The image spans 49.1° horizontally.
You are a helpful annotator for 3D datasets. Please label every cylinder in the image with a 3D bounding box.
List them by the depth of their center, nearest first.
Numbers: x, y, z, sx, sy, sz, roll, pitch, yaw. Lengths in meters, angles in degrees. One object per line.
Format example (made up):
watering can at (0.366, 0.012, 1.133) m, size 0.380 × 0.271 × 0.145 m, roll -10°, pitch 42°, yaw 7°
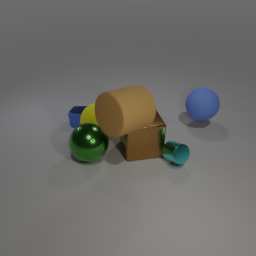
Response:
cylinder at (-0.085, -0.542, 8.749) m, size 1.400 × 1.400 × 1.400 m, roll -19°, pitch 35°, yaw -41°
cylinder at (1.663, 0.837, 9.715) m, size 0.700 × 0.700 × 0.700 m, roll -14°, pitch 14°, yaw -22°

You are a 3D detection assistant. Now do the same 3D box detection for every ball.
ball at (-1.384, 0.507, 9.921) m, size 1.400 × 1.400 × 1.400 m, roll 0°, pitch 31°, yaw 0°
ball at (-1.197, -0.292, 11.179) m, size 1.400 × 1.400 × 1.400 m, roll 0°, pitch 31°, yaw 0°
ball at (3.129, -1.002, 11.784) m, size 1.400 × 1.400 × 1.400 m, roll 0°, pitch 31°, yaw 0°

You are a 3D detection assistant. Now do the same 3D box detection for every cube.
cube at (0.503, 0.208, 10.399) m, size 1.400 × 1.400 × 1.400 m, roll -6°, pitch 32°, yaw -10°
cube at (-2.103, -0.496, 12.173) m, size 0.700 × 0.700 × 0.700 m, roll 1°, pitch 30°, yaw 15°
